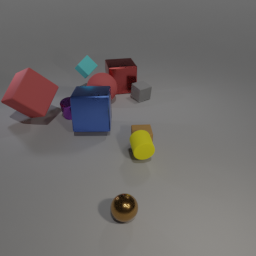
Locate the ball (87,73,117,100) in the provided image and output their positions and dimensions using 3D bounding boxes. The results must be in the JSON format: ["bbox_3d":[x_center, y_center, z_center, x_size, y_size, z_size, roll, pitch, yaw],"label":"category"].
[{"bbox_3d":[-1.197,-1.837,12.885,1.400,1.400,1.400,0,31,0],"label":"ball"}]

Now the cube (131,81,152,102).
[{"bbox_3d":[0.623,-1.746,13.344,0.700,0.700,0.700,-20,44,-29],"label":"cube"}]

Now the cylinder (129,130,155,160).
[{"bbox_3d":[0.452,0.545,9.086,0.700,0.700,0.700,-6,40,-9],"label":"cylinder"}]

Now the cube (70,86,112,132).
[{"bbox_3d":[-1.367,-0.759,10.765,1.400,1.400,1.400,-1,24,-1],"label":"cube"}]

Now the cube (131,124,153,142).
[{"bbox_3d":[0.483,0.346,9.933,0.700,0.700,0.700,-2,31,-3],"label":"cube"}]

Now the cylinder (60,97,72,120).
[{"bbox_3d":[-2.437,-0.827,11.750,0.700,0.700,0.700,-3,44,3],"label":"cylinder"}]

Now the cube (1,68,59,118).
[{"bbox_3d":[-3.916,-1.348,11.195,1.400,1.400,1.400,-1,62,49],"label":"cube"}]

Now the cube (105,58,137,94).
[{"bbox_3d":[-0.370,-2.647,14.240,1.400,1.400,1.400,-6,31,-10],"label":"cube"}]

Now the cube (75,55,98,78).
[{"bbox_3d":[-2.010,-2.926,13.441,0.700,0.700,0.700,-51,16,-17],"label":"cube"}]

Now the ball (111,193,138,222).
[{"bbox_3d":[-0.090,2.010,7.086,0.700,0.700,0.700,0,31,0],"label":"ball"}]
